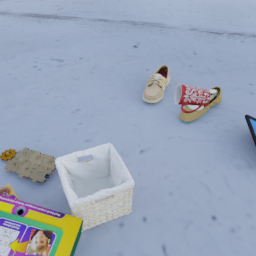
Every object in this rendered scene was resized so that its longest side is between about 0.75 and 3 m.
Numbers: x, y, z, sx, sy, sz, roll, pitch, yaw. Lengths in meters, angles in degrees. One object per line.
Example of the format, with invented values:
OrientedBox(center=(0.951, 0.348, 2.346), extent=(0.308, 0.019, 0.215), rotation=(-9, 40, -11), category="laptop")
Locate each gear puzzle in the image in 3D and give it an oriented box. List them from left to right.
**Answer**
OrientedBox(center=(-3.329, 1.175, 9.136), extent=(2.221, 0.291, 1.151), rotation=(14, 43, 21), category="gear puzzle")

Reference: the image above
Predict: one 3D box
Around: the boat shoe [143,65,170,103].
OrientedBox(center=(1.289, -2.050, 12.569), extent=(0.942, 0.884, 2.556), rotation=(12, 41, 15), category="boat shoe")

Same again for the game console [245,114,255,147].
OrientedBox(center=(5.256, 0.249, 9.325), extent=(1.944, 1.286, 2.210), rotation=(-23, 33, 24), category="game console")

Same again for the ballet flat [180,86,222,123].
OrientedBox(center=(2.988, -1.055, 11.438), extent=(2.461, 0.776, 0.845), rotation=(-32, 49, -33), category="ballet flat")

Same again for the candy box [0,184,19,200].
OrientedBox(center=(-3.318, 2.282, 7.623), extent=(0.862, 0.417, 1.478), rotation=(-28, 48, -30), category="candy box")

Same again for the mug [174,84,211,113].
OrientedBox(center=(1.713, -0.770, 7.522), extent=(0.834, 0.740, 0.556), rotation=(6, 11, -9), category="mug")

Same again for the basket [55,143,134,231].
OrientedBox(center=(-0.918, 1.579, 7.709), extent=(1.710, 1.388, 1.726), rotation=(-15, 42, -18), category="basket")

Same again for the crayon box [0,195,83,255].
OrientedBox(center=(-2.774, 2.873, 6.082), extent=(2.924, 0.852, 2.523), rotation=(16, 45, 2), category="crayon box")
